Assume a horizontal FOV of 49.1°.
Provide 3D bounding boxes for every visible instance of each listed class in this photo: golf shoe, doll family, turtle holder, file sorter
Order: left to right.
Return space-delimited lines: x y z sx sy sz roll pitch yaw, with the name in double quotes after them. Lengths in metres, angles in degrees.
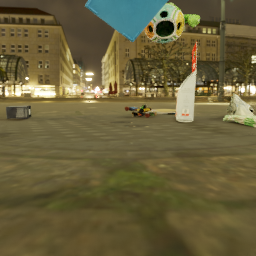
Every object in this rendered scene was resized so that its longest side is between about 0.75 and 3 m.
0.224 -3.407 6.499 1.407 1.244 2.027 31 -49 -21 "file sorter"
0.481 -0.692 11.581 1.407 0.552 0.813 -2 8 33 "doll family"
1.102 -2.732 7.527 1.373 1.043 0.975 17 31 -7 "turtle holder"
4.232 -0.725 10.551 0.880 0.709 1.810 15 30 10 "golf shoe"

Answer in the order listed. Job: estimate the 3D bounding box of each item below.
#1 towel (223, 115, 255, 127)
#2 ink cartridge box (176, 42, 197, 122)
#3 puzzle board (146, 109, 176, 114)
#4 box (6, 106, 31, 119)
4.038 -0.220 8.437 1.597 0.245 2.094 -1 5 -6 "towel"
2.014 -1.546 9.839 0.636 2.536 2.057 0 6 9 "ink cartridge box"
1.875 -0.836 14.338 1.564 0.181 2.075 -5 7 -31 "puzzle board"
-4.173 -0.609 10.737 0.780 0.485 0.786 -1 6 -10 "box"
